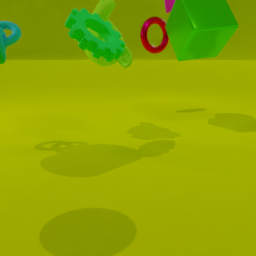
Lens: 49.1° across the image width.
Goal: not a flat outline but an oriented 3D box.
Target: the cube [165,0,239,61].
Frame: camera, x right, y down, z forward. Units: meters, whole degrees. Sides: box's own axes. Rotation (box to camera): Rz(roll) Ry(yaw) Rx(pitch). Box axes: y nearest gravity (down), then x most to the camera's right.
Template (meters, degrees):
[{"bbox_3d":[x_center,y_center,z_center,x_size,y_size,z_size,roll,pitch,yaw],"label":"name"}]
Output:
[{"bbox_3d":[1.899,-2.711,7.485,1.253,1.253,1.253,-10,-21,-14],"label":"cube"}]

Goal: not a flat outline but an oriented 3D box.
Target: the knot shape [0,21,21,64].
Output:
[{"bbox_3d":[-2.561,-1.650,5.539,0.485,1.051,0.983,36,4,-36],"label":"knot shape"}]

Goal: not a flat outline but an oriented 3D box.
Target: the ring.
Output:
[{"bbox_3d":[0.912,-3.099,9.377,1.192,1.192,0.238,-10,17,-32],"label":"ring"}]

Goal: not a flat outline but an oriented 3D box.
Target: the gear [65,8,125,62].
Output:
[{"bbox_3d":[-0.620,-1.834,5.502,1.220,0.226,1.220,26,40,-24],"label":"gear"}]

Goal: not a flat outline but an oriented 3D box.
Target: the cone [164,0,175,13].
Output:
[{"bbox_3d":[1.231,-4.099,7.992,1.078,1.082,1.078,-35,23,17],"label":"cone"}]

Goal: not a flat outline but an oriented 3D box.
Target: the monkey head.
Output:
[{"bbox_3d":[-0.525,-2.236,6.692,1.189,1.419,1.972,23,20,-41],"label":"monkey head"}]
